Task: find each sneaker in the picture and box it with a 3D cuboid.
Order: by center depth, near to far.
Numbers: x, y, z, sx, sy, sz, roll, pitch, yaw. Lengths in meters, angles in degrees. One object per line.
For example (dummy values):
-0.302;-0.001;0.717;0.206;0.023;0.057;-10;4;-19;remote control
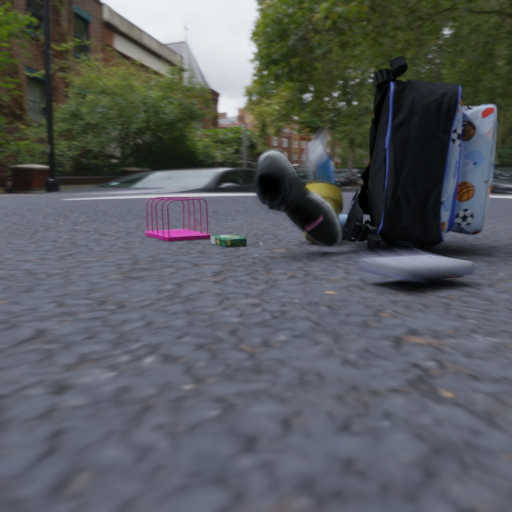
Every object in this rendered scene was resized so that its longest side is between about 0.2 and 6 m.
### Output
0.720;-0.880;10.320;0.782;2.213;1.097;-36;9;26;sneaker

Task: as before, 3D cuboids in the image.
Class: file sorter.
-1.909;-0.923;13.399;1.079;0.973;1.552;-5;10;-30;file sorter

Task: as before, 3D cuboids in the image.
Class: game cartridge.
2.180;0.158;7.606;1.315;0.252;0.853;-2;12;-28;game cartridge

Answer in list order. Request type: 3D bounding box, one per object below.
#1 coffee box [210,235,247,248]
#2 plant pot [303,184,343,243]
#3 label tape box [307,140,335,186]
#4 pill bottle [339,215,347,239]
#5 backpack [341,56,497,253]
-0.597;-0.318;11.953;0.520;0.186;0.845;-4;9;-27;coffee box
1.376;-0.863;12.221;1.083;1.019;1.083;-1;-29;0;plant pot
1.418;-2.008;12.277;0.285;0.649;0.900;-18;46;-2;label tape box
1.804;-0.681;13.109;1.040;0.565;0.565;0;8;-1;pill bottle
3.310;-1.763;11.476;2.736;3.552;3.383;10;5;3;backpack
